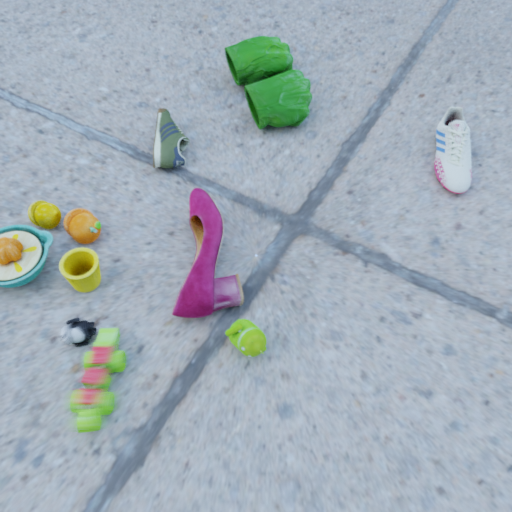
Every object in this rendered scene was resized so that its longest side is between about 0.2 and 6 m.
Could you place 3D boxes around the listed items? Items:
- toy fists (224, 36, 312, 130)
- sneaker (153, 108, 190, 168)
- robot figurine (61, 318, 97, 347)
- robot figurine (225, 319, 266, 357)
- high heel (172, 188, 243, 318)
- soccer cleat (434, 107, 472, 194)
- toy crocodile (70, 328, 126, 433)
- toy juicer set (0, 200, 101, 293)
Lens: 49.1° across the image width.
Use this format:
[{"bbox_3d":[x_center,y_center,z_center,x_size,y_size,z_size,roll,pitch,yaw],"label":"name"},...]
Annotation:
[{"bbox_3d":[0.365,-4.263,13.680,1.517,1.023,2.976,-19,57,-5],"label":"toy fists"},{"bbox_3d":[-1.909,-2.657,12.794,0.790,0.590,1.759,3,54,-7],"label":"sneaker"},{"bbox_3d":[-3.143,1.353,9.903,0.596,0.372,0.448,-15,71,-3],"label":"robot figurine"},{"bbox_3d":[-0.151,1.414,9.679,0.512,0.776,0.885,-46,29,-7],"label":"robot figurine"},{"bbox_3d":[-1.236,-0.112,10.706,1.326,0.931,2.765,-9,67,-19],"label":"high heel"},{"bbox_3d":[4.344,-2.384,12.328,0.758,0.937,2.171,4,55,3],"label":"soccer cleat"},{"bbox_3d":[-2.639,2.023,9.322,0.647,0.592,1.916,3,53,5],"label":"toy crocodile"},{"bbox_3d":[-4.661,-0.295,10.817,3.435,0.935,2.185,-3,54,-2],"label":"toy juicer set"}]
